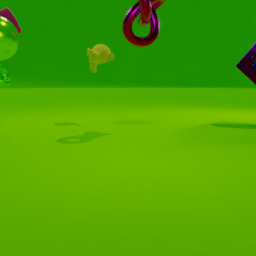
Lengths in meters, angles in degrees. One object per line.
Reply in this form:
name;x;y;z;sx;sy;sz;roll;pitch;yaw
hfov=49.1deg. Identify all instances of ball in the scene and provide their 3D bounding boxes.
ball;-2.850;-1.937;6.046;0.943;0.943;0.943;0;9;0

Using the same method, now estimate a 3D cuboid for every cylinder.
cylinder;-3.379;-2.749;7.543;0.709;0.709;0.709;-34;21;-17

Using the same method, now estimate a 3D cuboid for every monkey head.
monkey head;-0.965;-2.371;9.535;0.761;0.908;1.263;-12;27;-25

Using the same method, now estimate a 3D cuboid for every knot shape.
knot shape;-4.157;-1.621;8.773;1.240;0.573;1.161;24;27;15
knot shape;0.421;-2.908;7.276;0.767;1.552;1.659;20;15;22

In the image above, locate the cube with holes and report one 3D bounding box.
cube with holes;4.509;-2.108;9.283;1.057;1.057;1.057;-9;54;-46
